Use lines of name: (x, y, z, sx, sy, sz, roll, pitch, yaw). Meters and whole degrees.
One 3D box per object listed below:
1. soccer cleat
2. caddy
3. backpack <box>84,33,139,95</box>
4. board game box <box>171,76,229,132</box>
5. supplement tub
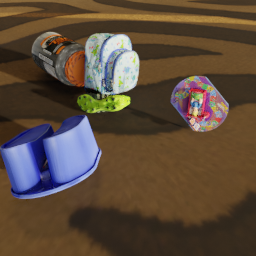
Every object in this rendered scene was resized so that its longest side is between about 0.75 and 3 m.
soccer cleat: (-0.698, -0.708, 7.801, 1.650, 0.557, 0.669, 6, 15, 35)
caddy: (-1.348, 0.556, 5.284, 1.548, 1.150, 2.190, -13, 13, 4)
backpack: (-0.442, -1.882, 8.284, 1.270, 1.728, 1.582, 15, 27, 32)
board game box: (1.678, -0.534, 6.754, 1.420, 1.122, 0.276, 51, 36, 0)
supplement tub: (-2.129, -2.301, 9.437, 1.394, 1.394, 2.276, -27, 43, -34)
